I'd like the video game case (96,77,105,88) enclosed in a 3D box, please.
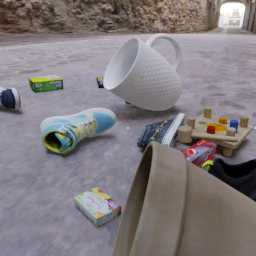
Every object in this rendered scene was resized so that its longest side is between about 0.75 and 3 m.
[{"bbox_3d":[-0.709,-2.438,14.755,1.809,0.231,1.634,-4,24,-8],"label":"video game case"}]

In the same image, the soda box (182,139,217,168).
[{"bbox_3d":[1.745,0.709,7.126,0.440,0.398,1.256,22,31,39],"label":"soda box"}]

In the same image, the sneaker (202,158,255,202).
[{"bbox_3d":[2.664,1.124,5.345,2.473,1.024,0.887,7,24,16],"label":"sneaker"}]

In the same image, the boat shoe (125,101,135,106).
[{"bbox_3d":[0.596,-1.229,11.606,1.539,0.460,0.550,-9,24,-19],"label":"boat shoe"}]

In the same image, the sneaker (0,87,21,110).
[{"bbox_3d":[-5.136,-1.119,10.807,1.317,0.851,2.428,-14,19,-40],"label":"sneaker"}]

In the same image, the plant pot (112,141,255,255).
[{"bbox_3d":[0.870,1.455,3.627,1.881,2.167,2.167,16,23,-2],"label":"plant pot"}]

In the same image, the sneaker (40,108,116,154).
[{"bbox_3d":[-1.363,0.124,7.931,2.267,0.902,1.480,-13,23,-7],"label":"sneaker"}]

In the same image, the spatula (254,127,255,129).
[{"bbox_3d":[5.306,-0.102,9.417,1.415,0.163,2.035,13,25,40],"label":"spatula"}]

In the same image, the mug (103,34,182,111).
[{"bbox_3d":[0.880,-2.060,10.277,2.479,2.827,2.087,27,8,-30],"label":"mug"}]

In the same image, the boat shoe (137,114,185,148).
[{"bbox_3d":[1.031,0.038,8.232,0.951,0.741,2.094,14,28,20],"label":"boat shoe"}]

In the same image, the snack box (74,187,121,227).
[{"bbox_3d":[-0.603,1.514,5.468,0.581,0.216,0.817,-19,29,-37],"label":"snack box"}]

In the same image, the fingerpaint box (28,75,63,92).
[{"bbox_3d":[-4.069,-2.224,13.862,1.429,0.524,1.192,-12,27,-27],"label":"fingerpaint box"}]

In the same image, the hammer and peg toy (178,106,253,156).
[{"bbox_3d":[2.423,0.168,7.911,1.681,0.806,2.286,18,29,33],"label":"hammer and peg toy"}]
